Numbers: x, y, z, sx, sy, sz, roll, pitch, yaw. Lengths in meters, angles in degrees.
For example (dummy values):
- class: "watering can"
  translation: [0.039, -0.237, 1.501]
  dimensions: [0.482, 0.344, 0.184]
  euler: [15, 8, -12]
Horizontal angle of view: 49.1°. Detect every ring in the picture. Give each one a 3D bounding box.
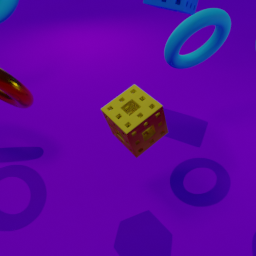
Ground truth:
- class: "ring"
  translation: [-3.371, -3.232, 6.190]
  dimensions: [1.936, 1.936, 0.387]
  euler: [-3, 15, -4]
- class: "ring"
  translation: [-2.664, -0.915, 5.560]
  dimensions: [1.687, 1.687, 0.337]
  euler: [20, 74, 24]
- class: "ring"
  translation: [1.420, -1.781, 5.744]
  dimensions: [1.480, 1.480, 0.296]
  euler: [-18, 65, -21]

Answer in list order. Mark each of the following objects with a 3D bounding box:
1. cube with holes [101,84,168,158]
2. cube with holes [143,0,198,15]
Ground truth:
- class: "cube with holes"
  translation: [0.128, -0.118, 4.749]
  dimensions: [0.732, 0.732, 0.732]
  euler: [-38, 53, -12]
- class: "cube with holes"
  translation: [1.201, -3.615, 7.171]
  dimensions: [1.092, 1.092, 1.092]
  euler: [21, 24, 21]
